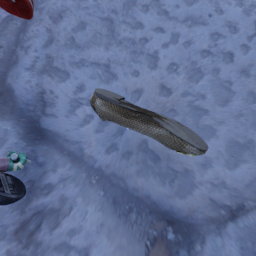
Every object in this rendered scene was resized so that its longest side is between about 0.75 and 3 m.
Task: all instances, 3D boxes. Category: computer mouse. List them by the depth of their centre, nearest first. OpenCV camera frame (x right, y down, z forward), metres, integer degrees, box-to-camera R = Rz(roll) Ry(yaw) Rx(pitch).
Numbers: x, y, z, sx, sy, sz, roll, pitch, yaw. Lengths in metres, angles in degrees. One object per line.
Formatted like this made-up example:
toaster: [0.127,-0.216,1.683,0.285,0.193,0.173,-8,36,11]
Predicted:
computer mouse: [-1.827,0.744,3.558,0.282,1.069,0.741,-51,45,10]

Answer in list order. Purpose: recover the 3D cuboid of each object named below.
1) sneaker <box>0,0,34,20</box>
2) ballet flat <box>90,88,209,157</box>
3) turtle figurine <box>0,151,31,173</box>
sneaker: [-2.574,-3.805,6.539,1.054,2.691,1.554,18,80,-7]
ballet flat: [0.370,-0.038,5.979,2.724,0.918,0.631,26,109,9]
turtle figurine: [-2.297,0.153,4.007,1.743,2.329,1.172,34,49,15]
